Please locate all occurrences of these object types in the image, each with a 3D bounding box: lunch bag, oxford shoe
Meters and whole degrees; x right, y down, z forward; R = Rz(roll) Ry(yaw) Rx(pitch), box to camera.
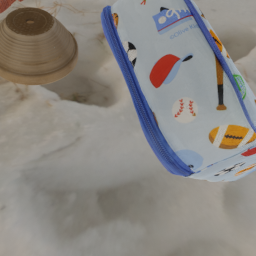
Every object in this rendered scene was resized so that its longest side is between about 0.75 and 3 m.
[{"bbox_3d":[0.864,-0.464,3.346,0.997,2.638,2.114,-33,65,22],"label":"lunch bag"},{"bbox_3d":[-2.667,-2.769,5.775,1.479,0.524,0.546,-38,99,-21],"label":"oxford shoe"}]

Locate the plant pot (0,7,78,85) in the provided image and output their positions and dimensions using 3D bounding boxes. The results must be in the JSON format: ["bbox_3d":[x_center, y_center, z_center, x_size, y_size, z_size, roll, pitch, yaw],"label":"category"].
[{"bbox_3d":[-1.178,-1.107,3.460,1.123,0.518,1.123,5,54,-7],"label":"plant pot"}]
